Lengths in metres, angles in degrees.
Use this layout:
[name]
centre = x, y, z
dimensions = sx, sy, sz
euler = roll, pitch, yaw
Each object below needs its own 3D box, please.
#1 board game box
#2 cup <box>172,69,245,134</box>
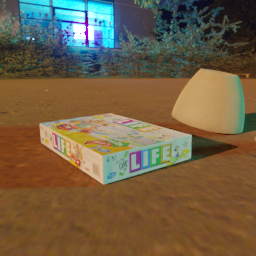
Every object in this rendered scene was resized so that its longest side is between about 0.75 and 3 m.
[board game box]
centre = -0.390, 0.218, 5.436
dimensions = 1.804, 0.459, 2.683
euler = -10, 16, -34
[cup]
centre = 2.246, -0.805, 7.435
dimensions = 1.917, 1.371, 1.917
euler = 9, 18, -3
